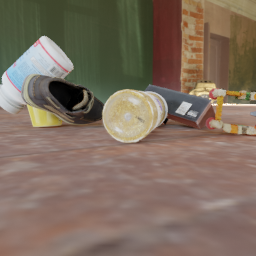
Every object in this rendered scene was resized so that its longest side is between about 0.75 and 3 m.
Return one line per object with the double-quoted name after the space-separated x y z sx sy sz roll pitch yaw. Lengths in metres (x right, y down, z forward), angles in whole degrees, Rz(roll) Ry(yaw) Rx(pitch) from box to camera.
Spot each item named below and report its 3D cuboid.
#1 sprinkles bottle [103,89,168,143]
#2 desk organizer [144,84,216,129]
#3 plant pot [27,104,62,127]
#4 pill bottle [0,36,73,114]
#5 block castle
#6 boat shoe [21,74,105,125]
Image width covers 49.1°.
0.307 -0.357 6.558 1.020 1.020 2.989 1 7 13 "sprinkles bottle"
1.451 -0.541 8.605 2.351 0.843 0.905 23 -22 43 "desk organizer"
-2.458 -0.664 8.390 1.298 1.221 1.298 -2 3 0 "plant pot"
-3.192 -1.687 9.344 2.574 1.400 1.400 -40 2 7 "pill bottle"
2.606 -0.374 6.471 1.488 0.994 0.698 5 3 -4 "block castle"
-1.437 -0.637 7.437 1.012 1.028 2.760 7 -5 36 "boat shoe"
